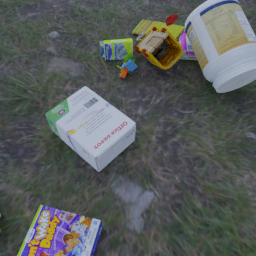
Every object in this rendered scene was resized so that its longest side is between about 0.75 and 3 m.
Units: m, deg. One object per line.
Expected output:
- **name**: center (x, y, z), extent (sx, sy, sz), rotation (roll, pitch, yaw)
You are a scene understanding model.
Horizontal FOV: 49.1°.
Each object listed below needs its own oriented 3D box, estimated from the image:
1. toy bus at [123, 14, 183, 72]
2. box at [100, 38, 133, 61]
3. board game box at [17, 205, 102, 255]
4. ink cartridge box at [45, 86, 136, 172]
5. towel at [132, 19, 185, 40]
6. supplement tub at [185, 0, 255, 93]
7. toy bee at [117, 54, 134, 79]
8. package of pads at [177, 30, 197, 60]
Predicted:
- **toy bus**: center (1.108, -2.882, 10.329), extent (1.185, 2.163, 2.293), rotation (42, 53, -23)
- **box**: center (-0.431, -2.987, 10.690), extent (1.226, 0.747, 0.292), rotation (-6, 47, -5)
- **board game box**: center (-1.698, 3.121, 6.343), extent (1.592, 0.530, 2.368), rotation (11, 54, 8)
- **ink cartridge box**: center (-1.082, -0.020, 8.399), extent (2.218, 0.932, 1.606), rotation (37, 62, 24)
- **towel**: center (1.224, -3.991, 11.496), extent (2.084, 0.188, 0.897), rotation (23, 66, 31)
- **supplement tub**: center (3.242, -2.745, 9.431), extent (1.950, 1.950, 2.700), rotation (-16, 76, -11)
- **toy bee**: center (-0.080, -2.214, 10.354), extent (0.603, 0.501, 0.921), rotation (46, 75, -15)
- **package of pads**: center (2.571, -3.339, 11.100), extent (1.181, 0.522, 1.529), rotation (3, 54, 2)
